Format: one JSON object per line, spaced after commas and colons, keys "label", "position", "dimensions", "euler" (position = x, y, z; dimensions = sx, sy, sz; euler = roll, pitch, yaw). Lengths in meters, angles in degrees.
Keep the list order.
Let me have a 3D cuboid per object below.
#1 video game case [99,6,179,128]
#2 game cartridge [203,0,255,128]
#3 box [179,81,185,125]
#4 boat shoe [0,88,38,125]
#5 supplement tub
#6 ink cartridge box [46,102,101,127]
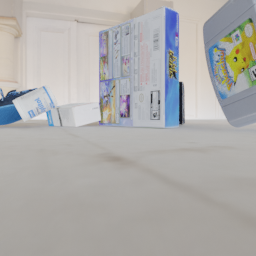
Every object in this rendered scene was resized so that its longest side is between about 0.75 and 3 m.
{"label": "video game case", "position": [0.206, -1.483, 7.825], "dimensions": [0.664, 2.922, 2.648], "euler": [-2, 3, -43]}
{"label": "game cartridge", "position": [2.303, -1.334, 5.645], "dimensions": [0.512, 2.528, 1.686], "euler": [-10, -8, -18]}
{"label": "box", "position": [0.817, -0.805, 10.005], "dimensions": [2.367, 1.414, 2.407], "euler": [0, 1, 12]}
{"label": "boat shoe", "position": [-3.230, -0.659, 7.967], "dimensions": [0.954, 0.778, 2.267], "euler": [-48, -10, 24]}
{"label": "supplement tub", "position": [-1.902, -0.515, 5.787], "dimensions": [0.771, 0.509, 0.509], "euler": [-30, 11, -16]}
{"label": "ink cartridge box", "position": [-1.666, -0.418, 8.525], "dimensions": [1.399, 0.590, 1.021], "euler": [3, 15, 43]}
